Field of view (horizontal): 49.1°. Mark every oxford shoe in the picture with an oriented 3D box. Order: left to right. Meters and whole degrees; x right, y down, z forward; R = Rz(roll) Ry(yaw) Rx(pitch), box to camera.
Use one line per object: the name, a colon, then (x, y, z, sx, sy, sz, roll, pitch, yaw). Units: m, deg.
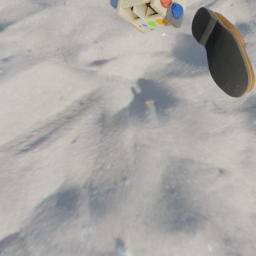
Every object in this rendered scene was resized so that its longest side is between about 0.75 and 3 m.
oxford shoe: (1.833, -1.403, 4.978, 0.769, 0.770, 2.159, 6, 52, -19)

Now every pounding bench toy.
pounding bench toy: (0.912, -4.219, 8.390, 1.689, 1.345, 2.166, 9, 83, 44)
